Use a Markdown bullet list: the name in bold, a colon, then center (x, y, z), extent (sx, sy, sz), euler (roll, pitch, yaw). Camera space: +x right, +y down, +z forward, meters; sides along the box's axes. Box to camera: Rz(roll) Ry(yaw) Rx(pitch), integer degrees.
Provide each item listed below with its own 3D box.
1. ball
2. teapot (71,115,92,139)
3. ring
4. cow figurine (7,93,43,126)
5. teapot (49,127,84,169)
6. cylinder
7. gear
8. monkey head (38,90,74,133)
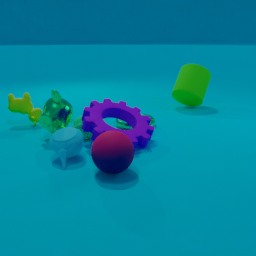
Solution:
- **ball**: center (-0.303, 0.483, 5.600), extent (0.866, 0.866, 0.866), euler (0, 18, 0)
- **teapot**: center (-1.229, -0.016, 7.474), extent (0.518, 0.657, 1.057), euler (-11, -3, 8)
- **ring**: center (0.228, -0.206, 8.697), extent (1.255, 0.251, 1.255), euler (0, 18, 0)
- **cow figurine**: center (-3.171, -0.557, 8.599), extent (1.025, 1.009, 0.563), euler (-5, -12, -13)
- **teapot**: center (-1.356, 0.391, 6.280), extent (0.768, 0.605, 1.236), euler (-5, 32, 5)
- **cylinder**: center (2.408, -1.612, 10.634), extent (1.199, 1.199, 1.199), euler (21, -16, 6)
- **gear**: center (-0.256, -0.115, 7.182), extent (1.822, 0.337, 1.822), euler (13, 34, -9)
- **monkey head**: center (-1.741, -0.279, 7.448), extent (1.118, 1.554, 0.936), euler (25, 68, 16)
